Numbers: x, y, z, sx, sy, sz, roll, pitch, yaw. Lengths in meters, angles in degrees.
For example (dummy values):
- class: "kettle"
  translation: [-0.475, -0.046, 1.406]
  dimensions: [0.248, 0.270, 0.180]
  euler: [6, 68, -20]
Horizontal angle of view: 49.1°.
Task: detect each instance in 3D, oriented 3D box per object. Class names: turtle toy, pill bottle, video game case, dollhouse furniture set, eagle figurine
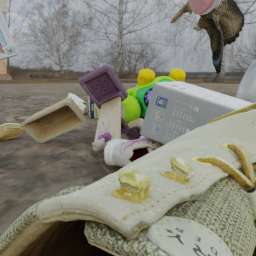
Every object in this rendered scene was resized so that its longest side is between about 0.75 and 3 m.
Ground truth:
- class: "turtle toy"
  translation: [0.699, -0.675, 8.252]
  dimensions: [2.554, 1.862, 1.291]
  euler: [-4, 43, -15]
- class: "pill bottle"
  translation: [4.657, -0.842, 7.832]
  dimensions: [2.794, 1.548, 1.548]
  euler: [25, 13, 3]
- class: "video game case"
  translation: [-4.919, -3.228, 8.664]
  dimensions: [0.300, 2.535, 2.308]
  euler: [-1, 23, 42]
- class: "dollhouse furniture set"
  translation: [-1.024, 0.331, 6.126]
  dimensions: [2.521, 1.998, 1.790]
  euler: [-22, 37, 19]
- class: "eagle figurine"
  translation: [2.809, -3.305, 9.090]
  dimensions: [2.491, 1.890, 1.880]
  euler: [40, 21, -16]

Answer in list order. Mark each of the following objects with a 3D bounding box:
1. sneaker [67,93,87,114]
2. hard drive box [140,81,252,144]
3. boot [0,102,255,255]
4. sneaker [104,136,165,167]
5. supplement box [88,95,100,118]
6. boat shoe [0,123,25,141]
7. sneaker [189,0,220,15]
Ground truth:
- class: "sneaker"
  translation: [-2.237, -0.974, 11.996]
  dimensions: [0.888, 0.823, 2.190]
  euler: [8, 14, -13]
- class: "hard drive box"
  translation: [1.705, -0.050, 4.965]
  dimensions: [2.416, 0.928, 1.883]
  euler: [21, 18, 19]
- class: "boot"
  translation: [0.751, 0.343, 1.569]
  dimensions: [2.902, 1.046, 2.244]
  euler: [-30, -10, 26]
- class: "sneaker"
  translation: [0.367, 0.445, 5.092]
  dimensions: [1.532, 0.623, 0.676]
  euler: [-15, 21, -30]
- class: "supplement box"
  translation: [-0.904, -0.909, 11.098]
  dimensions: [1.274, 0.856, 1.276]
  euler: [-2, 11, -11]
- class: "boat shoe"
  translation: [-3.211, 0.173, 7.003]
  dimensions: [1.211, 0.434, 0.461]
  euler: [-10, 27, -10]
- class: "sneaker"
  translation: [1.242, -2.882, 4.796]
  dimensions: [1.136, 0.818, 2.174]
  euler: [-15, -22, -18]
